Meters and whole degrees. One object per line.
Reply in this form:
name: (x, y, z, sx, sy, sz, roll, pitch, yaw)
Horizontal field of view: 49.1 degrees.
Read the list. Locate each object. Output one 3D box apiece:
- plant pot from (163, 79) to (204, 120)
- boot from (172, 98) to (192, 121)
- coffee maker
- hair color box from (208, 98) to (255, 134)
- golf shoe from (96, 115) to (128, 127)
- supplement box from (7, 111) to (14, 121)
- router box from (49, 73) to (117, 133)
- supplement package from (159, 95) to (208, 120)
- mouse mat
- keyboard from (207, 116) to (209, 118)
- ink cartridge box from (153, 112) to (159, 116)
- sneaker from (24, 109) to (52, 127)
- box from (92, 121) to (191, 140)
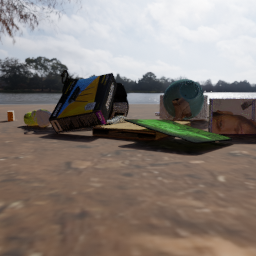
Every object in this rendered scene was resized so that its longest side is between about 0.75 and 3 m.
plant pot: (2.726, -1.513, 13.173, 1.979, 1.979, 1.333, 0, -15, -2)
boot: (2.285, -0.854, 12.659, 0.471, 0.981, 1.342, -40, 10, -35)
coffee maker: (-1.452, -1.439, 12.481, 2.598, 2.496, 1.750, 0, -14, -31)
hair color box: (3.704, -0.392, 9.000, 2.104, 1.150, 0.682, 0, 7, 7)
golf shoe: (-0.500, -0.105, 10.180, 1.291, 0.505, 0.627, -9, 27, -27)
supplement box: (-5.862, -0.607, 14.005, 0.282, 0.484, 0.768, -4, 7, -19)
router box: (-1.474, -0.951, 9.792, 1.839, 0.630, 2.465, -9, 37, 15)
supplement package: (2.837, -1.075, 14.470, 2.213, 1.294, 1.298, -1, 6, -10)
mouse mat: (1.288, 0.029, 7.386, 1.909, 0.089, 2.372, -2, 14, -44)
keyboard: (4.354, -0.621, 15.947, 1.636, 0.087, 0.461, -4, 8, -37)
ink cartridge box: (2.166, -0.881, 17.743, 0.553, 0.217, 1.168, -4, 10, -32)
sneaker: (-3.383, -0.435, 11.430, 1.889, 0.715, 0.992, 4, 7, 39)
box: (0.524, 0.012, 9.212, 2.248, 0.292, 2.750, 3, 8, 32)
